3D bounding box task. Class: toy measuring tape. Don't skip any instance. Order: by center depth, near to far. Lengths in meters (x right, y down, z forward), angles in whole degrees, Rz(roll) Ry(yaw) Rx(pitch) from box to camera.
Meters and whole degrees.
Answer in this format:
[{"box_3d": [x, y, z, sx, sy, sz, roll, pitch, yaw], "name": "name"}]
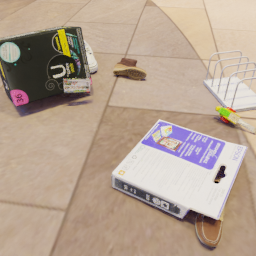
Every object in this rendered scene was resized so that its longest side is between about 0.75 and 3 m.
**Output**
[{"box_3d": [3.492, -0.277, 9.101, 1.470, 0.541, 0.541, 34, 48, 13], "name": "toy measuring tape"}]

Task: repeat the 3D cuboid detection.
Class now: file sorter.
[{"box_3d": [3.946, -1.741, 10.155, 1.460, 1.310, 2.104, -9, 41, -10], "name": "file sorter"}]

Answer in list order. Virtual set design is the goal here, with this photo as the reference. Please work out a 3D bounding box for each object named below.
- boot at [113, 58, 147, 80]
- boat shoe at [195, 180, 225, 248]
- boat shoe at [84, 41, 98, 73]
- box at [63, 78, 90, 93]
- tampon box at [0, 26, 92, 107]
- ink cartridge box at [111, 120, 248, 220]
[{"box_3d": [0.207, -2.590, 11.779, 1.520, 0.550, 1.264, 10, 42, 17], "name": "boot"}, {"box_3d": [1.876, 1.847, 6.314, 0.618, 0.586, 1.631, 9, 40, 10], "name": "boat shoe"}, {"box_3d": [-2.012, -3.286, 12.408, 0.937, 0.832, 2.547, -16, 42, -19], "name": "boat shoe"}, {"box_3d": [-1.760, -1.458, 9.656, 0.898, 0.494, 0.156, -3, 27, -12], "name": "box"}, {"box_3d": [-3.054, -2.307, 9.938, 2.820, 2.113, 1.780, -22, 28, -25], "name": "tampon box"}, {"box_3d": [1.394, 1.003, 7.294, 2.692, 0.584, 2.666, 18, 42, 27], "name": "ink cartridge box"}]
